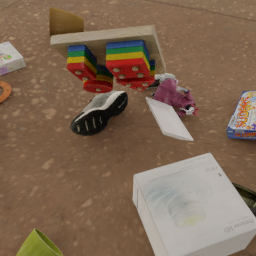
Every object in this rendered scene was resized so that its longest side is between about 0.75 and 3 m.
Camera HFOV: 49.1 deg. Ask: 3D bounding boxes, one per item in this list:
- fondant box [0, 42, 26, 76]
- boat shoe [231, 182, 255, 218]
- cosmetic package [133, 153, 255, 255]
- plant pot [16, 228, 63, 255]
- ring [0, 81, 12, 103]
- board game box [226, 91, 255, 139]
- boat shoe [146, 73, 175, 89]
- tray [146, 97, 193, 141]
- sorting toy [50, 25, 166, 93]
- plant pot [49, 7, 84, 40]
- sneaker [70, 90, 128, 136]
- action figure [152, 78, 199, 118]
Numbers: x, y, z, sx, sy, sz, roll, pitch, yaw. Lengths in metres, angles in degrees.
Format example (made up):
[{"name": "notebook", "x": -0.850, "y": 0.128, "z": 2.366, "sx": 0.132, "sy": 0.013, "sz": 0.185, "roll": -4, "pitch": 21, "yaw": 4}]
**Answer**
[{"name": "fondant box", "x": -6.349, "y": -3.571, "z": 14.299, "sx": 1.445, "sy": 0.583, "sz": 2.003, "roll": -29, "pitch": 52, "yaw": -25}, {"name": "boat shoe", "x": 3.859, "y": 2.350, "z": 8.443, "sx": 2.353, "sy": 0.773, "sz": 0.841, "roll": 24, "pitch": 51, "yaw": 22}, {"name": "cosmetic package", "x": 1.729, "y": 2.362, "z": 7.905, "sx": 2.521, "sy": 1.554, "sz": 2.529, "roll": -14, "pitch": 49, "yaw": -13}, {"name": "plant pot", "x": -2.492, "y": 3.456, "z": 7.321, "sx": 1.073, "sy": 1.073, "sz": 1.146, "roll": 33, "pitch": 69, "yaw": 28}, {"name": "ring", "x": -6.190, "y": -1.538, "z": 12.631, "sx": 1.826, "sy": 0.175, "sz": 1.826, "roll": 0, "pitch": 45, "yaw": 0}, {"name": "board game box", "x": 5.166, "y": -0.575, "z": 11.029, "sx": 1.818, "sy": 0.463, "sz": 2.686, "roll": 2, "pitch": 40, "yaw": 36}, {"name": "boat shoe", "x": 1.268, "y": -2.080, "z": 12.844, "sx": 1.817, "sy": 0.670, "sz": 0.583, "roll": -3, "pitch": 52, "yaw": 3}, {"name": "tray", "x": 1.264, "y": -0.274, "z": 9.172, "sx": 1.134, "sy": 0.234, "sz": 2.113, "roll": 16, "pitch": 29, "yaw": -24}, {"name": "sorting toy", "x": -0.426, "y": -1.858, "z": 8.703, "sx": 2.911, "sy": 2.894, "sz": 1.013, "roll": -1, "pitch": 80, "yaw": 14}, {"name": "plant pot", "x": -3.459, "y": -5.842, "z": 15.849, "sx": 1.872, "sy": 1.744, "sz": 1.744, "roll": -1, "pitch": 45, "yaw": -12}, {"name": "sneaker", "x": -1.241, "y": -0.660, "z": 11.285, "sx": 1.159, "sy": 1.080, "sz": 2.923, "roll": 21, "pitch": 43, "yaw": 31}, {"name": "action figure", "x": 2.125, "y": -1.073, "z": 11.762, "sx": 2.193, "sy": 1.469, "sz": 1.633, "roll": 37, "pitch": 26, "yaw": 28}]
